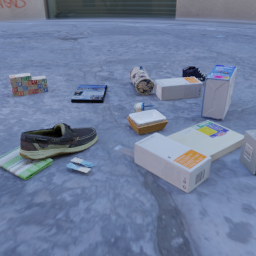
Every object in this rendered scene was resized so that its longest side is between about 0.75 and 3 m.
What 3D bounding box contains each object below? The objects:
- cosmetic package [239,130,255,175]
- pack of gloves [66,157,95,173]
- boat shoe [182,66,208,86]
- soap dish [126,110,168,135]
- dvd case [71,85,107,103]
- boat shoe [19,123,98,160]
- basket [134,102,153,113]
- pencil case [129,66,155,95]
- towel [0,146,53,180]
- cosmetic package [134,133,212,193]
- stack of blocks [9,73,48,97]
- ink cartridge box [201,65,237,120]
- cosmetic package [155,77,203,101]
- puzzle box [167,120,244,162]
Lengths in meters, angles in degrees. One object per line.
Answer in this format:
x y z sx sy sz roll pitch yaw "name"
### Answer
4.948 0.669 9.127 2.274 1.215 1.026 -6 27 -8 "cosmetic package"
-1.558 1.268 9.187 0.855 0.169 0.718 14 19 18 "pack of gloves"
4.111 -3.045 16.228 2.468 1.145 0.922 -18 33 -30 "boat shoe"
0.782 -0.253 11.552 1.393 0.566 1.096 -13 30 -22 "soap dish"
-2.015 -1.858 14.999 1.639 0.202 2.297 2 27 1 "dvd case"
-2.300 0.315 9.833 2.968 0.962 1.086 -16 32 -43 "boat shoe"
0.700 -0.839 12.629 0.844 0.587 0.745 -2 27 15 "basket"
0.787 -2.698 15.721 1.138 0.990 2.544 -20 28 2 "pencil case"
-3.476 1.144 9.331 1.616 0.248 1.205 20 36 29 "towel"
1.360 1.014 8.902 1.126 0.791 2.220 -25 36 -38 "cosmetic package"
-5.325 -2.386 15.085 1.821 1.048 0.533 -12 30 -23 "stack of blocks"
4.280 -1.772 13.000 1.057 1.889 2.769 14 31 24 "ink cartridge box"
2.659 -2.104 14.811 2.263 0.806 1.148 -7 29 -11 "cosmetic package"
2.790 0.511 10.326 2.735 0.348 1.819 -19 33 -32 "puzzle box"
